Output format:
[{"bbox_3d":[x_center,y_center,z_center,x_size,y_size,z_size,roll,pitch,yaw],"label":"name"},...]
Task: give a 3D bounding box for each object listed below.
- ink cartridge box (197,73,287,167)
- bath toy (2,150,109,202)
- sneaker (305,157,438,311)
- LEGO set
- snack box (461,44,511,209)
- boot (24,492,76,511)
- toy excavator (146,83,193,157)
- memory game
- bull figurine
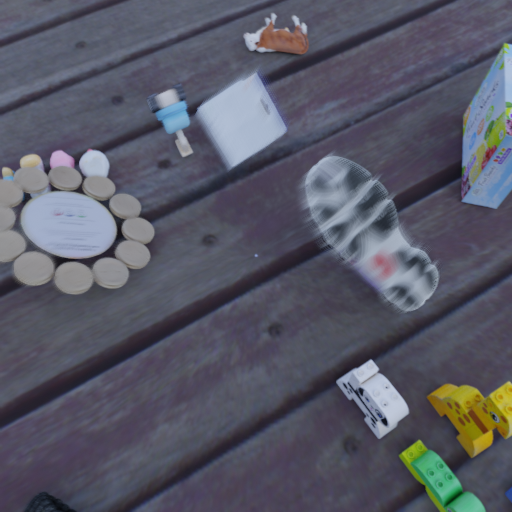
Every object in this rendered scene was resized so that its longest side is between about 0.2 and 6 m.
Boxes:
[{"bbox_3d":[-0.266,-2.713,11.194,1.361,1.358,0.276,-33,22,-3],"label":"ink cartridge box"},{"bbox_3d":[-3.997,-1.714,11.330,2.022,0.879,0.747,-15,20,-7],"label":"bath toy"},{"bbox_3d":[1.709,-0.266,9.354,1.257,3.118,1.301,-44,25,-11],"label":"sneaker"},{"bbox_3d":[3.267,2.938,7.949,1.732,1.864,4.541,-30,64,-17],"label":"LEGO set"},{"bbox_3d":[4.779,-2.507,10.979,0.821,2.045,2.425,13,60,3],"label":"snack box"},{"bbox_3d":[-2.545,4.817,7.286,2.981,1.122,2.229,33,65,18],"label":"boot"},{"bbox_3d":[-1.611,-2.620,11.157,0.668,1.301,1.338,-24,104,-8],"label":"toy excavator"},{"bbox_3d":[-3.335,-0.543,10.062,3.087,0.197,3.087,17,43,-16],"label":"memory game"},{"bbox_3d":[0.498,-5.256,13.399,1.556,0.507,0.945,10,86,-1],"label":"bull figurine"}]
